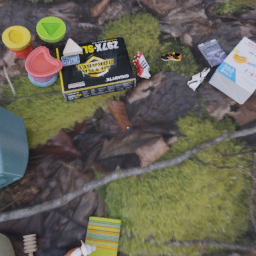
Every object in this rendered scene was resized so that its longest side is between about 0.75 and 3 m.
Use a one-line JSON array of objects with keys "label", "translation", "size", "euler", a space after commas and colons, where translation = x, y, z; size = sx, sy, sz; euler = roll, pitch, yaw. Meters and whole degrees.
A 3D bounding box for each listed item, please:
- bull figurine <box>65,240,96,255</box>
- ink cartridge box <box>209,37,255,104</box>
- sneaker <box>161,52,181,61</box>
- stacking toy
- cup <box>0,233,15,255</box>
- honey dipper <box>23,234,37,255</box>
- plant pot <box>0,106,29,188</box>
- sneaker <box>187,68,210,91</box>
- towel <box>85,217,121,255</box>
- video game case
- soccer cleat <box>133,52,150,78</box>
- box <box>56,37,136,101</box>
[{"label": "bull figurine", "translation": [-1.697, 3.987, 8.187], "size": [1.761, 1.069, 0.574], "euler": [-40, 75, -18]}, {"label": "ink cartridge box", "translation": [4.845, -2.542, 11.445], "size": [1.631, 0.961, 2.833], "euler": [38, 69, 12]}, {"label": "sneaker", "translation": [1.873, -3.139, 12.102], "size": [0.883, 0.397, 0.309], "euler": [5, 64, 2]}, {"label": "stacking toy", "translation": [-3.471, -3.174, 11.792], "size": [2.541, 1.186, 2.807], "euler": [-33, 76, -18]}, {"label": "cup", "translation": [-4.047, 3.860, 7.991], "size": [1.952, 1.952, 1.396], "euler": [-6, 35, -3]}, {"label": "honey dipper", "translation": [-2.867, 4.300, 8.380], "size": [0.397, 0.397, 2.092], "euler": [-10, 69, -5]}, {"label": "plant pot", "translation": [-4.527, 0.809, 9.027], "size": [2.173, 2.167, 2.213], "euler": [-26, 71, 3]}, {"label": "sneaker", "translation": [2.932, -2.108, 11.565], "size": [0.503, 0.463, 1.256], "euler": [36, 69, 18]}, {"label": "towel", "translation": [-0.894, 4.069, 8.668], "size": [1.073, 0.225, 2.494], "euler": [5, 65, 8]}, {"label": "video game case", "translation": [3.762, -3.298, 12.309], "size": [0.921, 0.122, 1.289], "euler": [-22, 70, -10]}, {"label": "soccer cleat", "translation": [0.609, -2.654, 11.848], "size": [0.629, 0.506, 1.476], "euler": [20, 43, -28]}, {"label": "box", "translation": [-1.345, -2.500, 11.623], "size": [2.920, 0.720, 2.332], "euler": [-11, 63, -5]}]
